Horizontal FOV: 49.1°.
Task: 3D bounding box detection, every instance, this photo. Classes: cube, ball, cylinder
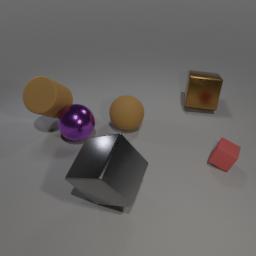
[{"bbox_3d":[-0.542,1.160,7.623,1.400,1.400,1.400,-9,45,41],"label":"cube"},{"bbox_3d":[3.355,-1.736,12.684,1.400,1.400,1.400,8,23,6],"label":"cube"},{"bbox_3d":[-1.936,-0.206,10.530,1.400,1.400,1.400,0,32,0],"label":"ball"},{"bbox_3d":[-0.047,-0.610,11.171,1.400,1.400,1.400,0,32,0],"label":"ball"},{"bbox_3d":[3.213,0.879,9.313,0.700,0.700,0.700,30,38,11],"label":"cube"},{"bbox_3d":[-3.051,-1.149,10.799,1.400,1.400,1.400,10,-2,15],"label":"cylinder"}]
